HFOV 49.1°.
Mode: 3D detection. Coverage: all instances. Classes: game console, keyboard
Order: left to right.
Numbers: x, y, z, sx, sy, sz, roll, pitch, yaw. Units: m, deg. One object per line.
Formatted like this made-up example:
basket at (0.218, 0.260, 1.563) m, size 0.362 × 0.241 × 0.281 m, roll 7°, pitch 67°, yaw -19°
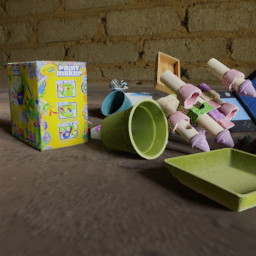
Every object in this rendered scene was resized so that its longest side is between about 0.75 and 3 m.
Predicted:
game console at (4.610, -1.143, 11.178) m, size 2.062 × 1.420 × 2.393 m, roll -4°, pitch 45°, yaw -12°
keyboard at (4.140, 0.486, 8.684) m, size 1.363 × 0.221 × 2.144 m, roll 7°, pitch 13°, yaw 33°

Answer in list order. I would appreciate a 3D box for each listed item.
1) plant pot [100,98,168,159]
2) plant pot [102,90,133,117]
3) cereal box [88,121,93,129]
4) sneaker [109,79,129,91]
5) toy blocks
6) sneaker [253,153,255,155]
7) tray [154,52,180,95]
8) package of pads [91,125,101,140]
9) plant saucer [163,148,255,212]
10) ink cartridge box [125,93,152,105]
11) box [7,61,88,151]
plant pot at (0.038, 0.072, 7.979) m, size 1.547 × 1.629 × 1.629 m, roll -6°, pitch 4°, yaw 43°
plant pot at (-0.224, -0.634, 9.787) m, size 1.024 × 1.024 × 0.962 m, roll 12°, pitch -20°, yaw 45°
cereal box at (-2.205, -0.171, 11.768) m, size 0.993 × 0.273 × 1.380 m, roll -6°, pitch 13°, yaw -29°
sneaker at (-0.530, -2.059, 14.461) m, size 0.696 × 0.607 × 1.548 m, roll -37°, pitch -12°, yaw 25°
toy blocks at (2.355, -0.186, 8.617) m, size 2.726 × 2.917 × 2.455 m, roll -22°, pitch 55°, yaw -33°
sneaker at (3.386, 0.815, 6.727) m, size 0.919 × 0.346 × 0.360 m, roll 7°, pitch 16°, yaw 39°
tray at (1.842, -2.556, 13.185) m, size 1.148 × 0.431 × 2.328 m, roll 18°, pitch 48°, yaw -13°
package of pads at (-0.565, 0.151, 9.834) m, size 1.203 × 0.410 × 0.930 m, roll 6°, pitch 14°, yaw 25°
plant saucer at (2.065, 0.973, 5.506) m, size 2.040 × 0.488 × 2.037 m, roll -6°, pitch 13°, yaw -28°
ink cartridge box at (0.159, -1.226, 14.492) m, size 2.009 × 1.177 × 2.781 m, roll 1°, pitch 9°, yaw 1°
box at (-2.738, -0.872, 9.331) m, size 1.643 × 2.595 × 2.694 m, roll -9°, pitch 15°, yaw -38°
